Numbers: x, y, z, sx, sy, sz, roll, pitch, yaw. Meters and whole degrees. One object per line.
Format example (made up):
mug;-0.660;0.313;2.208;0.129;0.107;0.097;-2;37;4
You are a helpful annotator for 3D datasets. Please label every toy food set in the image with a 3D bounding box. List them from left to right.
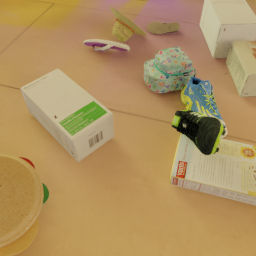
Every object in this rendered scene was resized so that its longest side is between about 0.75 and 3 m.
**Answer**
toy food set;-3.463;1.807;7.241;2.661;0.647;2.634;12;54;-8

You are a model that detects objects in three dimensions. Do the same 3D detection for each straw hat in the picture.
straw hat;-0.228;-4.507;12.877;2.219;2.219;0.939;44;105;31

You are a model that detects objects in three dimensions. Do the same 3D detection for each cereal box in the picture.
cereal box;2.696;1.117;8.314;2.633;0.520;1.894;12;47;13

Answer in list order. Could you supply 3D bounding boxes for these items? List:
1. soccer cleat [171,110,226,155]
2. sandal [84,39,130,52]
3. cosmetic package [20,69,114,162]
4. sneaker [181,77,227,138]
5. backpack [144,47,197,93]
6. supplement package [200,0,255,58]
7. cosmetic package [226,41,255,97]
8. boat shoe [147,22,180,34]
soccer cleat;1.812;0.024;7.661;1.178;0.981;2.906;17;11;2
sandal;-0.975;-3.533;12.345;2.083;0.847;0.512;8;90;6
cosmetic package;-2.004;-0.504;9.275;1.608;1.267;2.988;-37;60;-25
sneaker;2.577;-0.804;9.512;0.929;1.289;2.454;-19;52;-16
backpack;1.534;-2.183;10.738;1.827;1.375;1.622;-18;51;-8
supplement package;4.432;-4.646;12.563;1.656;1.661;2.832;-1;49;-1
cosmetic package;4.680;-2.348;10.963;0.953;1.130;2.185;-1;50;0
boat shoe;1.716;-4.850;13.655;1.583;0.575;0.496;0;6;7
